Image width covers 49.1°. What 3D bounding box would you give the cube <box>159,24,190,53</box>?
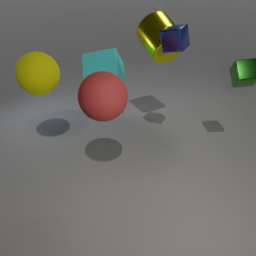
[{"bbox_3d":[1.493,-2.841,8.892,0.700,0.700,0.700,5,32,31],"label":"cube"}]

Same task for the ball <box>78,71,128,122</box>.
[{"bbox_3d":[-0.694,-0.876,7.806,1.400,1.400,1.400,0,30,0],"label":"ball"}]

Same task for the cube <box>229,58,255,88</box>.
[{"bbox_3d":[3.837,-1.801,9.223,0.700,0.700,0.700,-5,-12,2],"label":"cube"}]

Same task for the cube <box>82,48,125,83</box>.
[{"bbox_3d":[-0.955,-2.215,11.471,1.400,1.400,1.400,-8,-14,10],"label":"cube"}]

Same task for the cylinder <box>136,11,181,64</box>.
[{"bbox_3d":[1.232,-3.382,10.546,1.400,1.400,1.400,-16,64,-27],"label":"cylinder"}]

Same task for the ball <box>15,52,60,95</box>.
[{"bbox_3d":[-2.939,-1.768,9.137,1.400,1.400,1.400,0,30,0],"label":"ball"}]
